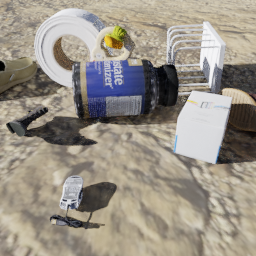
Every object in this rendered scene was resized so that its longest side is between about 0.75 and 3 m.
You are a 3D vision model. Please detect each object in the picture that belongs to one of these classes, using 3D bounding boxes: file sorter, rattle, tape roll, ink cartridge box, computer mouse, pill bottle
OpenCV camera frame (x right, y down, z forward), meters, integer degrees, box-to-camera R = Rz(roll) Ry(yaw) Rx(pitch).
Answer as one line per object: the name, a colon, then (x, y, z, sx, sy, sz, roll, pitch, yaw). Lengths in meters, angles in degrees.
file sorter: (2.312, -2.557, 10.175, 1.617, 1.802, 2.597, -2, 36, 3)
rattle: (-0.728, -2.082, 8.392, 1.859, 1.210, 1.328, -27, 40, 32)
tape roll: (-1.829, -2.708, 9.668, 2.574, 2.574, 0.900, 5, 35, 7)
ink cartridge box: (1.955, -0.084, 7.245, 1.101, 1.120, 1.522, 14, 37, 19)
computer mouse: (-1.159, 1.513, 5.788, 0.653, 0.261, 1.191, -1, 41, 7)
pill bottle: (-0.090, -1.191, 8.345, 2.957, 1.654, 1.654, -4, 36, -5)

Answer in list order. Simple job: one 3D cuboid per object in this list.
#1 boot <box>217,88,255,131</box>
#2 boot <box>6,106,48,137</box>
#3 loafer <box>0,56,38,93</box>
boot: (4.262, -0.460, 8.206, 2.323, 1.010, 2.793, -11, 34, -35)
boot: (-2.679, -0.274, 7.671, 1.139, 0.453, 1.309, -37, 25, -29)
loafer: (-4.379, -2.048, 10.103, 1.113, 0.987, 2.926, 12, 37, 17)
